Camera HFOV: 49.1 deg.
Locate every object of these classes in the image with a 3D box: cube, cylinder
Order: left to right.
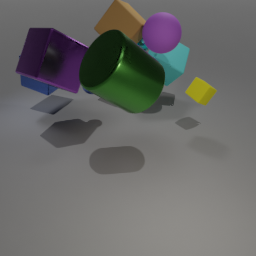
[{"bbox_3d":[-3.582,-2.460,11.933,1.400,1.400,1.400,21,38,12],"label":"cube"},{"bbox_3d":[-2.171,-1.963,8.178,1.400,1.400,1.400,21,3,44],"label":"cube"},{"bbox_3d":[-0.125,-1.206,6.244,1.400,1.400,1.400,26,7,-41],"label":"cylinder"},{"bbox_3d":[-0.187,-3.952,11.025,1.400,1.400,1.400,45,25,1],"label":"cube"},{"bbox_3d":[1.668,-2.978,12.451,1.400,1.400,1.400,25,66,-15],"label":"cube"},{"bbox_3d":[2.699,-1.348,10.354,0.700,0.700,0.700,8,32,-51],"label":"cube"}]

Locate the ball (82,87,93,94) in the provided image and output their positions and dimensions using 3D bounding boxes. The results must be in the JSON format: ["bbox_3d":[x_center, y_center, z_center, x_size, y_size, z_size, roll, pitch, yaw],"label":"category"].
[{"bbox_3d":[-1.294,-1.551,9.988,0.700,0.700,0.700,0,29,0],"label":"ball"}]

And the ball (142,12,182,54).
[{"bbox_3d":[1.210,-3.383,10.021,1.400,1.400,1.400,0,29,0],"label":"ball"}]

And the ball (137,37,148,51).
[{"bbox_3d":[0.697,-3.967,13.313,0.700,0.700,0.700,0,29,0],"label":"ball"}]
